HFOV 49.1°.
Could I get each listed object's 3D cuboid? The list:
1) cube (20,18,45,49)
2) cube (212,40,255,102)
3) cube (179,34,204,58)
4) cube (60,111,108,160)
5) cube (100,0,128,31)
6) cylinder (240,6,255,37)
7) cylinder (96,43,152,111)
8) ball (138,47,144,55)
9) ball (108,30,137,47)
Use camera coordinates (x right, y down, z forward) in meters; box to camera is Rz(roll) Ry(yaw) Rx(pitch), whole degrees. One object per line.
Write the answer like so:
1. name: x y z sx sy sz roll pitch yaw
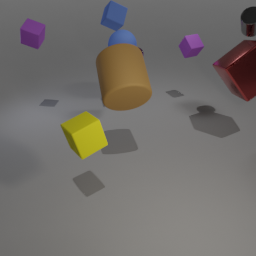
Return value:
1. cube: -3.575 -3.534 10.525 0.700 0.700 0.700 18 53 -7
2. cube: 3.999 -1.974 9.489 1.400 1.400 1.400 -38 15 11
3. cube: 2.791 -3.619 12.383 0.700 0.700 0.700 -16 74 -22
4. cube: -0.995 0.152 6.374 0.700 0.700 0.700 -30 34 -21
5. cube: -0.527 -4.170 10.452 0.700 0.700 0.700 16 -7 -23
6. cylinder: 4.139 -3.540 9.349 0.700 0.700 0.700 -8 68 21
7. cylinder: -0.135 -1.419 7.997 1.400 1.400 1.400 -7 66 -12
8. ball: 0.456 -3.808 14.451 0.700 0.700 0.700 0 29 0
9. ball: -0.274 -4.064 13.675 1.400 1.400 1.400 0 29 0
